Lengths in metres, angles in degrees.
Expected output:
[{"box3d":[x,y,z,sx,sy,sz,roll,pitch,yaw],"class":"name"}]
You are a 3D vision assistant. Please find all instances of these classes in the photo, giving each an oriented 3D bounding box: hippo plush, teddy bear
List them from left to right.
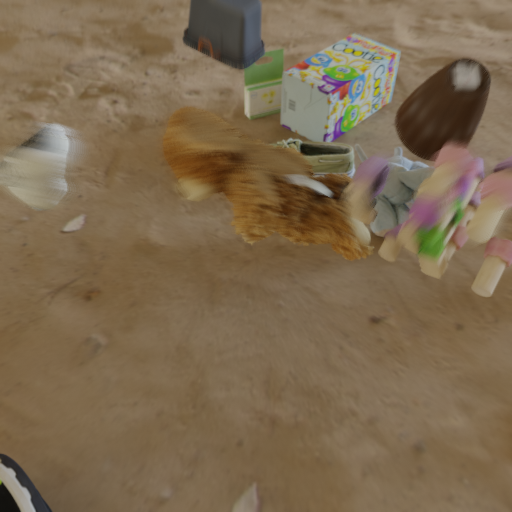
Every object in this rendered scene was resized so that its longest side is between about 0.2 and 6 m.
[{"box3d":[0.205,-0.977,8.862,3.703,1.236,2.685,12,41,-27],"class":"teddy bear"},{"box3d":[2.986,-1.370,12.002,2.158,1.719,1.735,18,21,9],"class":"hippo plush"}]

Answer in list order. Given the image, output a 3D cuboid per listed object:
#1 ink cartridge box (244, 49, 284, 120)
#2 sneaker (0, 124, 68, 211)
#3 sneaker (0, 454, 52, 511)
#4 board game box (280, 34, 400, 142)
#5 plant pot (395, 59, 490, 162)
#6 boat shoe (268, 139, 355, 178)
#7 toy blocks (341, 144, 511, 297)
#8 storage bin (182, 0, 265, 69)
[{"box3d":[0.272,-4.496,14.729,1.186,1.629,0.391,-18,48,-17],"class":"ink cartridge box"},{"box3d":[-3.390,-1.326,8.901,0.994,1.072,2.646,-45,21,-25],"class":"sneaker"},{"box3d":[-2.909,3.816,6.753,1.308,1.133,3.159,-31,52,-27],"class":"sneaker"},{"box3d":[2.199,-4.390,14.659,1.538,1.566,2.985,34,55,28],"class":"board game box"},{"box3d":[3.616,-2.850,10.483,1.561,1.670,1.561,1,72,-3],"class":"plant pot"},{"box3d":[0.897,-2.323,13.079,2.838,0.880,1.022,4,45,4],"class":"boat shoe"},{"box3d":[2.668,-0.833,7.837,2.067,1.932,1.740,22,71,33],"class":"toy blocks"},{"box3d":[-0.675,-4.654,11.184,1.635,1.098,1.190,30,56,17],"class":"storage bin"}]
